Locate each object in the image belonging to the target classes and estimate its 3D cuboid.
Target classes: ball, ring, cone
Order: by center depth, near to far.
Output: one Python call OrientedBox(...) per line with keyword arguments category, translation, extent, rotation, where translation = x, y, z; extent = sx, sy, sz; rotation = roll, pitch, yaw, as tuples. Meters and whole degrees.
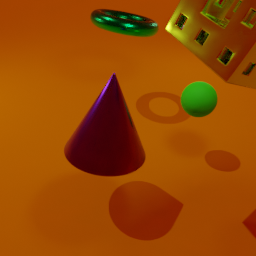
OrientedBox(category="cone", translation=(-0.316, -0.221, 4.824), extent=(1.497, 1.502, 1.497), rotation=(7, 27, -3))
OrientedBox(category="ball", translation=(1.571, -0.630, 6.202), extent=(0.791, 0.791, 0.791), rotation=(0, 37, 0))
OrientedBox(category="ring", translation=(-0.090, -2.926, 7.766), extent=(1.921, 0.384, 1.921), rotation=(9, 28, -5))

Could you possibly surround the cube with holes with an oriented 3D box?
OrientedBox(category="cube with holes", translation=(1.529, -1.345, 3.394), extent=(1.266, 1.266, 1.266), rotation=(2, 41, -37))
